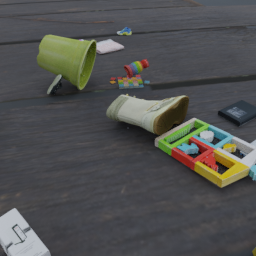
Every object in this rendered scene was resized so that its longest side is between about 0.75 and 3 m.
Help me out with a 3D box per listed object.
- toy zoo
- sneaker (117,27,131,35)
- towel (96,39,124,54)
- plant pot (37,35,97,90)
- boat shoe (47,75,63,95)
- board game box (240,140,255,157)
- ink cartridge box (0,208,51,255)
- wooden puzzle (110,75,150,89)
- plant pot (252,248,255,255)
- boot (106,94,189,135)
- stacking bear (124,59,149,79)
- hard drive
[{"bbox_3d":[2.323,0.633,7.727,1.794,0.280,2.734,-25,39,-31],"label":"toy zoo"},{"bbox_3d":[-0.222,-5.751,16.573,0.873,0.459,0.331,5,36,6],"label":"sneaker"},{"bbox_3d":[-1.142,-4.295,14.759,1.402,0.226,1.339,-22,42,-27],"label":"towel"},{"bbox_3d":[-2.350,-2.638,10.620,1.790,1.947,1.947,18,37,0],"label":"plant pot"},{"bbox_3d":[-2.624,-1.565,10.395,0.351,1.060,0.396,25,40,-29],"label":"boat shoe"},{"bbox_3d":[3.766,0.738,7.862,0.885,0.114,0.885,-25,42,-31],"label":"board game box"},{"bbox_3d":[-1.897,2.225,5.113,0.525,0.910,1.247,-31,45,-33],"label":"ink cartridge box"},{"bbox_3d":[0.072,-1.909,11.531,1.649,0.116,0.978,-4,36,-5],"label":"wooden puzzle"},{"bbox_3d":[3.046,2.430,4.665,1.281,1.281,1.130,1,47,1],"label":"plant pot"},{"bbox_3d":[0.728,-0.633,9.034,1.954,0.910,2.526,15,27,31],"label":"boot"},{"bbox_3d":[0.385,-2.380,10.947,0.903,0.548,0.513,-27,8,-11],"label":"stacking bear"},{"bbox_3d":[3.834,-0.530,9.536,1.278,0.210,0.892,-23,41,-28],"label":"hard drive"}]
